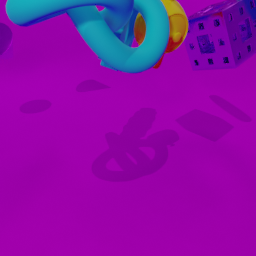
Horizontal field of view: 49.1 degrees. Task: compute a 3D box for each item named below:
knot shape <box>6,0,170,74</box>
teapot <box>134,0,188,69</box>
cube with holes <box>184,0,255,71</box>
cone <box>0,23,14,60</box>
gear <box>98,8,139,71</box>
[{"bbox_3d":[-0.490,-1.475,3.236,1.890,0.873,1.768,1,40,-45],"label":"knot shape"},{"bbox_3d":[0.540,-1.490,4.088,0.827,1.330,0.651,-12,45,-32],"label":"teapot"},{"bbox_3d":[1.682,-1.680,5.019,0.946,0.946,0.946,-35,26,-26],"label":"cube with holes"},{"bbox_3d":[-2.988,-1.867,6.738,0.919,0.919,0.922,4,-14,7],"label":"cone"},{"bbox_3d":[-0.052,-1.847,4.818,0.311,1.681,1.681,20,32,4],"label":"gear"}]
